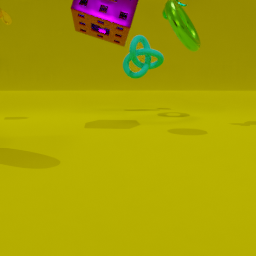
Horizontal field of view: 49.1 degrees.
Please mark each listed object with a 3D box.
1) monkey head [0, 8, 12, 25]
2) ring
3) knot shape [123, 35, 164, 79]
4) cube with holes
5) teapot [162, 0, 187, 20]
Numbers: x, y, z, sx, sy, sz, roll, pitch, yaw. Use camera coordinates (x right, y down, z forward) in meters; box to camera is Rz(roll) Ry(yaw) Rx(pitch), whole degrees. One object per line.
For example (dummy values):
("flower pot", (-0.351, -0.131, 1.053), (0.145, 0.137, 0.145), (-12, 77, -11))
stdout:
("monkey head", (-3.735, -3.365, 7.497), (1.356, 0.975, 0.817), (36, 15, -18))
("ring", (1.756, -3.246, 8.906), (0.362, 1.808, 1.808), (-28, -7, 29))
("knot shape", (0.541, -2.963, 11.432), (1.709, 1.599, 0.790), (-19, 30, -1))
("cube with holes", (-0.442, -2.767, 6.223), (1.242, 1.242, 1.242), (16, -3, -6))
("teapot", (1.815, -4.653, 11.082), (0.667, 0.847, 1.362), (28, -15, -17))
